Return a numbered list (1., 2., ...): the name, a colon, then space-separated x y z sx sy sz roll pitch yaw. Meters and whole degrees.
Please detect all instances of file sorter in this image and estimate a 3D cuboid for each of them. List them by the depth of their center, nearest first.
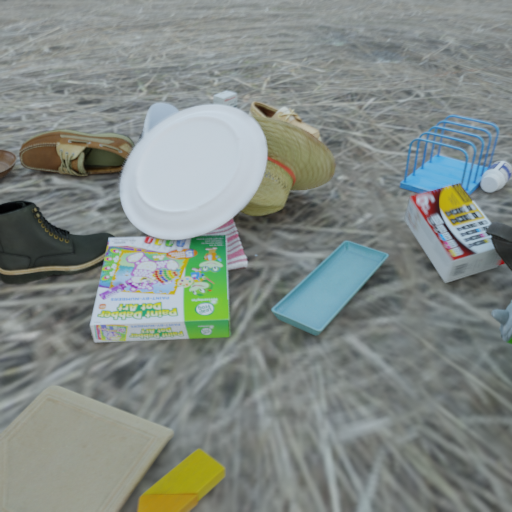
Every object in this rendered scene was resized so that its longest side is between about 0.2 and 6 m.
1. file sorter: 3.972 -2.025 11.414 1.268 1.121 1.827 23 40 32

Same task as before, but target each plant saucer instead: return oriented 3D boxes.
1. plant saucer: 1.174 0.441 8.484 0.804 0.218 2.300 21 39 28
2. plant saucer: -5.887 -1.844 11.893 1.581 0.289 1.581 1 33 0

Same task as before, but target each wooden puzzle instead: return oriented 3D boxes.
1. wooden puzzle: -1.971 2.188 5.744 2.910 0.340 1.963 18 33 25

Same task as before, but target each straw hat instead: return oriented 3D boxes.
1. straw hat: -0.001 -1.348 10.084 2.683 2.683 1.135 10 70 15

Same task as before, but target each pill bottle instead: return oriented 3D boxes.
1. pill bottle: 4.849 -1.586 11.345 0.454 0.454 0.818 22 39 30

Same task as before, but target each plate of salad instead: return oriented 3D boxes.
1. plate of salad: -1.007 -1.345 9.062 2.561 0.615 2.561 -8 62 16

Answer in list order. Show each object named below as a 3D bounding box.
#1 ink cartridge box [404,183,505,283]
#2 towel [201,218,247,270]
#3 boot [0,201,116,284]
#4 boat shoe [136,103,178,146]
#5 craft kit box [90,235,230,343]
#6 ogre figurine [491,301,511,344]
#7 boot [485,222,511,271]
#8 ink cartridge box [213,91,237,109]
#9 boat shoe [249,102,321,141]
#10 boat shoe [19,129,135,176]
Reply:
1. ink cartridge box: 3.283 -0.433 8.953 1.252 0.598 1.426 -16 53 -9
2. towel: -0.993 -0.326 9.571 1.418 0.290 1.937 -7 34 -8
3. boot: -3.120 -0.368 8.720 1.865 1.290 0.722 -18 38 -26
4. boat shoe: -2.121 -1.863 11.302 0.984 0.933 2.815 13 54 -18
5. craft kit box: -1.323 0.419 8.139 1.858 0.451 1.835 -2 44 -4
6. ogre figurine: 3.958 1.170 6.041 3.294 1.616 1.975 -9 27 -24
7. boot: 4.743 0.374 7.578 0.951 2.746 2.391 -55 20 -9
8. ink cartridge box: -0.784 -3.714 14.261 0.338 0.813 0.596 22 39 29
9. boat shoe: 0.619 -3.224 13.563 2.181 0.755 0.804 25 41 33
10. boat shoe: -3.750 -2.126 11.799 2.369 0.896 0.875 -6 36 -8
